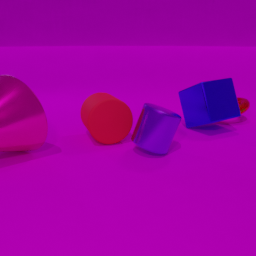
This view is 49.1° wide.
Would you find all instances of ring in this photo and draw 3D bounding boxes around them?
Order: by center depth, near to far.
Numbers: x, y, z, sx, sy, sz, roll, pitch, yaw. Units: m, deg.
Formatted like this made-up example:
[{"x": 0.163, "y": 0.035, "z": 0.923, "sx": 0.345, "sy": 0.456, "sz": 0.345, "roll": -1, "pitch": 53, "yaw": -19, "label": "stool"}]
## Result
[{"x": 2.988, "y": -0.595, "z": 8.524, "sx": 1.359, "sy": 0.272, "sz": 1.359, "roll": -18, "pitch": 16, "yaw": 5, "label": "ring"}]

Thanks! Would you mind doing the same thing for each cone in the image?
[{"x": -2.694, "y": 0.056, "z": 5.138, "sx": 1.677, "sy": 1.677, "sz": 1.683, "roll": 9, "pitch": 27, "yaw": 25, "label": "cone"}]

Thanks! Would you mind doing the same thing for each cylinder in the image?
[{"x": 0.592, "y": 0.002, "z": 5.945, "sx": 0.843, "sy": 0.843, "sz": 0.843, "roll": 19, "pitch": 13, "yaw": -5, "label": "cylinder"}, {"x": -0.541, "y": -0.267, "z": 6.751, "sx": 1.061, "sy": 1.061, "sz": 1.061, "roll": -6, "pitch": 17, "yaw": -18, "label": "cylinder"}]

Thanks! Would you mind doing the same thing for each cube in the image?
[{"x": 2.141, "y": -0.649, "z": 7.447, "sx": 1.041, "sy": 1.041, "sz": 1.041, "roll": -12, "pitch": -2, "yaw": -25, "label": "cube"}]
